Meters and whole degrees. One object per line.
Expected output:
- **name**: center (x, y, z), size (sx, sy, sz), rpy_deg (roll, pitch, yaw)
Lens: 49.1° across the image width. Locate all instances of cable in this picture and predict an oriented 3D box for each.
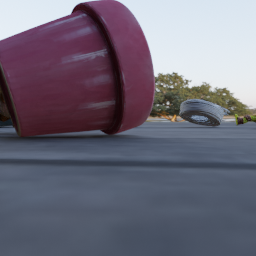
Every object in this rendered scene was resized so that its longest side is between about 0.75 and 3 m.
- **cable**: center (2.623, -0.510, 10.060), size (1.549, 0.536, 1.549), rpy_deg (22, -16, -26)

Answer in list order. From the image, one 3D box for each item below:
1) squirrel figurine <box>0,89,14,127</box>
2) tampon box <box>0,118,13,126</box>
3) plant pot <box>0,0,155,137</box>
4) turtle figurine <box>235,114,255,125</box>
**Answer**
- **squirrel figurine**: center (-1.872, -0.407, 5.193), size (1.051, 0.797, 1.126), rpy_deg (17, 21, -30)
- **tampon box**: center (-4.860, -1.150, 9.300), size (1.892, 2.246, 2.996), rpy_deg (0, 2, 10)
- **plant pot**: center (-0.864, -0.721, 4.028), size (1.758, 1.964, 1.964), rpy_deg (-18, 9, -25)
- **turtle figurine**: center (6.009, -0.521, 12.932), size (1.963, 0.784, 2.435), rpy_deg (-10, 13, 19)
